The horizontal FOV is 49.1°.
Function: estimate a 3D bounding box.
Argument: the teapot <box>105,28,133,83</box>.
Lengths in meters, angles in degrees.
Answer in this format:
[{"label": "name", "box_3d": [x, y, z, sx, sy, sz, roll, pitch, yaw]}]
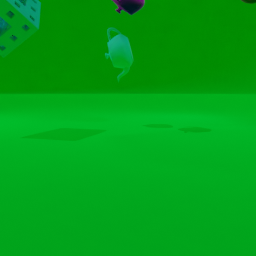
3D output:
[{"label": "teapot", "box_3d": [-0.294, -2.313, 8.833, 0.827, 1.689, 1.050, -14, 12, 3]}]

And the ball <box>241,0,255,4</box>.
[{"label": "ball", "box_3d": [3.248, -3.698, 7.232, 0.893, 0.893, 0.893, 0, 8, 0]}]

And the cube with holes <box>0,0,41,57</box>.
[{"label": "cube with holes", "box_3d": [-3.240, -2.982, 7.178, 1.334, 1.334, 1.334, -29, -42, 21]}]

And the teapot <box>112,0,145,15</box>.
[{"label": "teapot", "box_3d": [-0.050, -3.616, 7.948, 1.003, 0.790, 1.613, 40, 17, 7]}]
